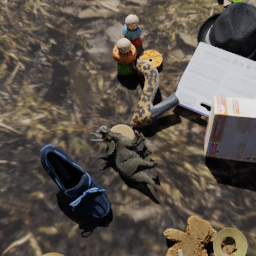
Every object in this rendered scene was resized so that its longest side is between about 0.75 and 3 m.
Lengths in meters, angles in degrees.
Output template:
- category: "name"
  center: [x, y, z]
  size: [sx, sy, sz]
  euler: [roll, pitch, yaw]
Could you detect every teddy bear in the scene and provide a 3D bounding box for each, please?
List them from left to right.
- category: "teddy bear"
  center: [1.368, 2.903, 6.608]
  size: [1.204, 0.554, 1.661]
  euler: [13, 72, 15]

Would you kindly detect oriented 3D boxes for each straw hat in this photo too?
- category: "straw hat"
  center: [2.362, 2.783, 6.679]
  size: [0.864, 0.366, 0.864]
  euler: [0, 83, -2]

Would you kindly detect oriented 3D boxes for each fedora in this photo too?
- category: "fedora"
  center: [3.553, -3.214, 9.232]
  size: [2.612, 1.193, 2.612]
  euler: [0, 63, 0]

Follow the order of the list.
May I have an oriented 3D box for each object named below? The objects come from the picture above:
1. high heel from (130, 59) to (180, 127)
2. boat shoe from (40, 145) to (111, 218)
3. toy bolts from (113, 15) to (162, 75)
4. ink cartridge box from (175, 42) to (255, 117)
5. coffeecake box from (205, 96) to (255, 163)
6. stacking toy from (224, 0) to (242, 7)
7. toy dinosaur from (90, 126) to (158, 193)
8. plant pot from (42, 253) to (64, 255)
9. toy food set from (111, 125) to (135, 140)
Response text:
- category: "high heel"
  center: [0.303, -1.117, 8.495]
  size: [1.577, 0.790, 2.213]
  euler: [-33, 63, -4]
- category: "boat shoe"
  center: [-1.306, 1.396, 6.711]
  size: [2.269, 0.779, 0.955]
  euler: [43, 78, -11]
- category: "toy bolts"
  center: [0.308, -2.753, 9.010]
  size: [1.617, 1.174, 1.693]
  euler: [-1, 63, -1]
- category: "ink cartridge box"
  center: [2.794, -1.256, 8.586]
  size: [2.308, 0.469, 2.312]
  euler: [25, 76, 12]
- category: "coffeecake box"
  center: [3.125, 0.091, 7.188]
  size: [2.059, 1.580, 0.752]
  euler: [6, 45, 9]
- category: "stacking toy"
  center: [3.857, -5.068, 10.737]
  size: [0.978, 0.413, 0.886]
  euler: [-15, 90, -4]
- category: "toy dinosaur"
  center: [0.067, 0.795, 7.531]
  size: [1.142, 0.859, 2.232]
  euler: [-32, 87, 10]
- category: "plant pot"
  center: [-1.807, 3.262, 5.982]
  size: [1.136, 1.219, 1.136]
  euler: [0, 64, 1]
- category: "toy food set"
  center: [-0.194, 0.266, 8.051]
  size: [0.783, 0.190, 0.775]
  euler: [-40, 70, -18]
